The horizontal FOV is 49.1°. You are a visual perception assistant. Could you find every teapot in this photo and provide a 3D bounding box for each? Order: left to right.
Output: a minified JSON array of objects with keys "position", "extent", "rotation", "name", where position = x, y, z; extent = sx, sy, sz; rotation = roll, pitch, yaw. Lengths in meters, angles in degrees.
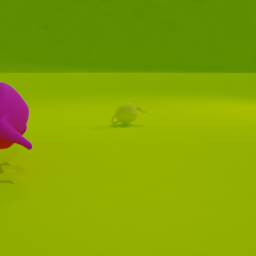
[{"position":[-2.048,-0.116,4.526],"extent":[0.894,1.135,1.826],"rotation":[32,-1,-41],"name":"teapot"},{"position":[0.014,-0.391,8.047],"extent":[1.075,0.526,0.669],"rotation":[-22,-25,-3],"name":"teapot"}]
